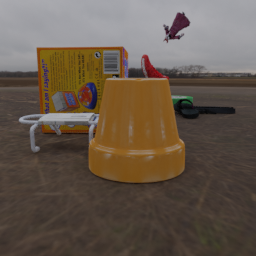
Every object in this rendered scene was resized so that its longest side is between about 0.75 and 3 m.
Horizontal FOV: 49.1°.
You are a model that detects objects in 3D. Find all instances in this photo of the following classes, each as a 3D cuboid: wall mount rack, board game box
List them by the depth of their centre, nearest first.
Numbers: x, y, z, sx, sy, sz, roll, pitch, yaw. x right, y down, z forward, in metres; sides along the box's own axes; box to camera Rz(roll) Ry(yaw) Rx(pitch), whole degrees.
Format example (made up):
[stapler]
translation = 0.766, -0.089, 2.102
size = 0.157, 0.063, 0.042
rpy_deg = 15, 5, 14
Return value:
[wall mount rack]
translation = -1.643, 0.046, 8.295
size = 2.742, 1.022, 2.382
rpy_deg = 1, 14, 4
[board game box]
translation = -1.511, -1.506, 10.842
size = 2.938, 2.940, 2.938
rpy_deg = 1, 11, 3

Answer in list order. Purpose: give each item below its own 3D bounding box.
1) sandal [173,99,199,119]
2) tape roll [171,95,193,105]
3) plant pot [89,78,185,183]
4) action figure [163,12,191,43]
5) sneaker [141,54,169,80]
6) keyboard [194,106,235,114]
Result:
[sandal]
translation = 2.968, -1.098, 14.221
size = 0.969, 0.617, 2.577
rpy_deg = -9, 17, -4
[tape roll]
translation = 2.717, -1.657, 17.769
size = 2.723, 0.655, 2.723
rpy_deg = 0, 10, 0
[plant pot]
translation = 0.195, -0.103, 6.178
size = 2.142, 1.961, 2.142
rpy_deg = 0, 10, 0
[action figure]
translation = 1.858, -4.034, 11.400
size = 0.905, 1.351, 1.006
rpy_deg = 40, 6, -10
[sneaker]
translation = 1.262, -2.434, 12.319
size = 1.039, 1.798, 0.705
rpy_deg = -3, 36, 25
[keyboard]
translation = 4.288, -1.033, 15.333
size = 2.929, 0.376, 1.759
rpy_deg = 2, 11, 14
